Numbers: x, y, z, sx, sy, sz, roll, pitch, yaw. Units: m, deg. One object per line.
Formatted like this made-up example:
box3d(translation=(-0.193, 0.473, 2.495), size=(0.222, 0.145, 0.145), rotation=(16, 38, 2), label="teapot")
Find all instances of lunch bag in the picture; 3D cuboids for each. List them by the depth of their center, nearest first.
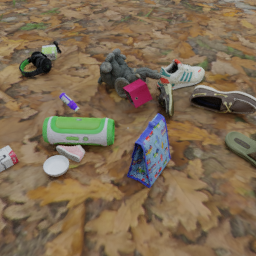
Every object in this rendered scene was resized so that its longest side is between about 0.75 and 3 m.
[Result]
box3d(translation=(0.754, 0.646, 9.207), size=(0.970, 2.061, 1.552), rotation=(23, 47, 23), label="lunch bag")

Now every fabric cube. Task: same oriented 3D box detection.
box3d(translation=(0.412, -1.445, 11.706), size=(0.816, 0.803, 0.819), rotation=(-29, 29, -6), label="fabric cube")

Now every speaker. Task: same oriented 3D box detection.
box3d(translation=(-1.813, 0.111, 10.552), size=(2.556, 1.130, 1.130), rotation=(2, 42, 2), label="speaker")

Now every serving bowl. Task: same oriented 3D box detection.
box3d(translation=(-2.473, 1.366, 9.741), size=(0.871, 0.286, 0.871), rotation=(0, 41, 0), label="serving bowl")

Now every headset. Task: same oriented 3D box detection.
box3d(translation=(-4.594, -3.607, 14.670), size=(2.398, 1.127, 1.481), rotation=(-33, 51, -17), label="headset")

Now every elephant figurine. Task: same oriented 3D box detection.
box3d(translation=(-0.012, -2.284, 12.948), size=(2.521, 1.956, 1.784), rotation=(37, 86, 2), label="elephant figurine")

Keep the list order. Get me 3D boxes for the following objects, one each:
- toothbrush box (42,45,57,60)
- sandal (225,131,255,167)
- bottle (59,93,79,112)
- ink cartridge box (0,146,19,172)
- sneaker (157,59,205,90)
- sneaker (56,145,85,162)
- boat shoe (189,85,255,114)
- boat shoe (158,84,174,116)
box3d(translation=(-4.468, -4.272, 15.917), size=(0.760, 0.449, 1.044), rotation=(-7, 43, -7), label="toothbrush box")
box3d(translation=(4.783, 0.850, 9.916), size=(2.853, 0.814, 1.133), rotation=(31, 50, 30), label="sandal")
box3d(translation=(-2.286, -0.993, 10.923), size=(0.858, 0.358, 0.280), rotation=(43, 85, -2), label="bottle")
box3d(translation=(-4.487, 1.132, 9.925), size=(0.922, 0.384, 0.669), rotation=(-31, 50, -30), label="ink cartridge box")
box3d(translation=(2.660, -2.723, 13.565), size=(2.723, 1.273, 0.959), rotation=(-19, 45, -19), label="sneaker")
box3d(translation=(-2.061, 0.828, 10.264), size=(1.062, 0.400, 0.555), rotation=(22, 48, 16), label="sneaker")
box3d(translation=(4.053, -1.074, 11.961), size=(2.856, 1.026, 0.850), rotation=(19, 49, 26), label="boat shoe")
box3d(translation=(1.659, -1.228, 12.376), size=(0.685, 0.745, 2.085), rotation=(-4, 40, 10), label="boat shoe")
